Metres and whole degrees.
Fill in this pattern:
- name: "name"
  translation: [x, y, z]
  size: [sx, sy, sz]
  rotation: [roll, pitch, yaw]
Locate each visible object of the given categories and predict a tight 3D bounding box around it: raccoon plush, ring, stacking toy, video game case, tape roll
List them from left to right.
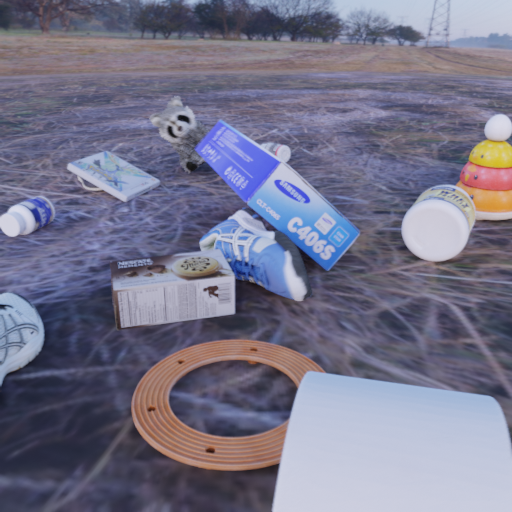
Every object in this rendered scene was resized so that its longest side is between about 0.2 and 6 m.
- name: "video game case"
  translation: [-3.279, -1.881, 13.038]
  size: [1.612, 0.177, 1.470]
  rotation: [29, 29, 9]
- name: "raccoon plush"
  translation: [-2.036, -3.137, 14.685]
  size: [1.241, 1.718, 2.565]
  rotation: [-48, 18, -14]
- name: "ring"
  translation: [-0.219, 1.473, 5.756]
  size: [2.072, 0.199, 2.072]
  rotation: [1, 23, 0]
- name: "tape roll"
  translation: [0.778, 1.629, 3.417]
  size: [1.170, 1.704, 1.704]
  rotation: [5, 23, 14]
- name: "stacking toy"
  translation: [4.716, -1.827, 11.290]
  size: [1.472, 2.015, 1.472]
  rotation: [0, 22, 0]

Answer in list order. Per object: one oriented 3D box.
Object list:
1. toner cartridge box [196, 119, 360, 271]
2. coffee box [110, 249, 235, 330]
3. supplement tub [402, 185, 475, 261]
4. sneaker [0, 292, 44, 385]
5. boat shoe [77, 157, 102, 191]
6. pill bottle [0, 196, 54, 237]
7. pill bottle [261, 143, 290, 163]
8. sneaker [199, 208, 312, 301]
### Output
- name: "toner cartridge box"
  translation: [0.197, -1.270, 10.134]
  size: [1.879, 0.854, 3.957]
  rotation: [37, 7, -27]
- name: "coffee box"
  translation: [-1.156, 0.433, 7.641]
  size: [1.580, 0.631, 0.893]
  rotation: [-6, 26, -14]
- name: "supplement tub"
  translation: [3.164, -0.613, 9.613]
  size: [1.059, 1.059, 1.466]
  rotation: [11, 25, 24]
- name: "sneaker"
  translation: [-3.021, 0.823, 6.171]
  size: [0.928, 1.076, 2.454]
  rotation: [-4, 21, -4]
- name: "boat shoe"
  translation: [-3.943, -2.005, 13.596]
  size: [0.654, 0.565, 1.801]
  rotation: [-14, 26, -30]
- name: "pill bottle"
  translation: [-4.309, -0.723, 10.522]
  size: [0.574, 0.574, 0.959]
  rotation: [7, 25, 17]
- name: "pill bottle"
  translation: [0.505, -2.955, 15.972]
  size: [0.498, 0.498, 0.899]
  rotation: [-18, 28, -37]
- name: "sneaker"
  translation: [-0.021, 0.102, 8.355]
  size: [0.978, 0.961, 2.538]
  rotation: [-27, 28, -16]
